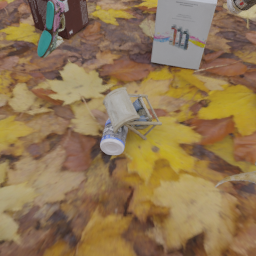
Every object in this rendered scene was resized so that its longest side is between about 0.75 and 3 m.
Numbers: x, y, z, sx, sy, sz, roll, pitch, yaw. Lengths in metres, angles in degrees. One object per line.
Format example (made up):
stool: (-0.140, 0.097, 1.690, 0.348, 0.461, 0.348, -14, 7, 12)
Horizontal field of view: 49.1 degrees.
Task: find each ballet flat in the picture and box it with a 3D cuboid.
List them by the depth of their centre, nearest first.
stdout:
ballet flat: (-2.112, -2.765, 7.992, 0.608, 1.708, 0.590, -13, 46, -45)

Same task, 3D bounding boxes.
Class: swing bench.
swing bench: (0.088, -0.423, 7.648, 1.207, 0.783, 1.201, 15, 38, -39)

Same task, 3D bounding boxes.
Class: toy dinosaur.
toy dinosaur: (2.273, 0.758, 4.571, 1.558, 0.453, 0.788, 8, 55, 24)

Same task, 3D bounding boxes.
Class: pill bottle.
pill bottle: (2.915, -3.234, 6.796, 0.605, 1.039, 0.605, 1, 85, -16)
pill bottle: (-0.342, 0.116, 7.606, 0.644, 0.644, 1.133, 6, 48, 5)

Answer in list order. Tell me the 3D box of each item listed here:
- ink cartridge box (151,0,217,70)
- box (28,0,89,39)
ink cartridge box: (1.896, -3.610, 9.685, 1.787, 2.471, 1.795, 12, 50, 7)
box: (-2.808, -4.836, 11.382, 1.822, 1.512, 1.496, 25, 53, 20)
